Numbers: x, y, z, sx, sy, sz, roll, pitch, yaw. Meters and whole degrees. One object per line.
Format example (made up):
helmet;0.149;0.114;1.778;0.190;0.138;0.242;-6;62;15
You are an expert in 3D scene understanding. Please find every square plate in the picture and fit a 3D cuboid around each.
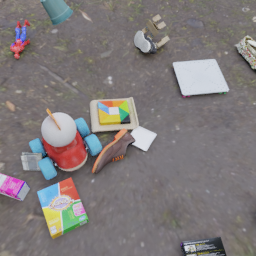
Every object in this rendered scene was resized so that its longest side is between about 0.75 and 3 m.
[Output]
square plate;0.527;0.410;11.048;0.924;0.131;0.915;25;57;17

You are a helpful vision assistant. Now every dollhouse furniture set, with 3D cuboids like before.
dollhouse furniture set;1.297;-4.698;14.062;0.903;1.191;1.359;-39;97;-26

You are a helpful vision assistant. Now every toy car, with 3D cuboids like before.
toy car;-2.387;0.124;9.721;2.216;2.405;2.127;-26;49;-17

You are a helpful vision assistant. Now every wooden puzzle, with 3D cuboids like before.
wooden puzzle;-0.608;-0.615;11.591;1.890;0.352;1.749;-7;51;-5

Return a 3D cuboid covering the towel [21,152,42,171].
towel;-3.454;1.222;10.110;0.738;0.766;0.132;2;24;1

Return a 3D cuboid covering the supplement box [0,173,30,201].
supplement box;-4.027;2.024;9.625;1.059;0.536;0.547;16;57;12

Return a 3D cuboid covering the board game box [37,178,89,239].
board game box;-2.177;2.620;9.324;1.247;0.329;1.629;-22;57;-15

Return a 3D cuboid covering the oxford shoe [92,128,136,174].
oxford shoe;-0.509;0.945;10.317;0.755;0.741;2.082;38;69;6

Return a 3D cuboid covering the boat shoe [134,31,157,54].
boat shoe;0.874;-4.300;14.131;0.594;0.727;1.968;12;30;-29

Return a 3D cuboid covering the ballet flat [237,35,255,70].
ballet flat;6.202;-3.426;13.379;1.017;0.860;2.690;-21;57;-16

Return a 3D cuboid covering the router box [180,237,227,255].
router box;2.310;3.856;8.432;1.251;0.320;0.933;-5;54;-4

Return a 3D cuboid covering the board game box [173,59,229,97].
board game box;3.294;-2.309;12.929;2.105;0.272;2.105;-5;55;-5

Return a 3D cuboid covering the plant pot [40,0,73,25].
plant pot;-2.912;-4.854;11.244;1.014;0.993;1.014;-20;41;19

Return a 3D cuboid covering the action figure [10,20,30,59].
action figure;-5.499;-4.481;14.323;0.784;0.619;2.396;-3;59;4
